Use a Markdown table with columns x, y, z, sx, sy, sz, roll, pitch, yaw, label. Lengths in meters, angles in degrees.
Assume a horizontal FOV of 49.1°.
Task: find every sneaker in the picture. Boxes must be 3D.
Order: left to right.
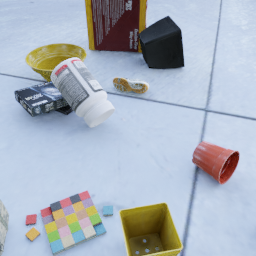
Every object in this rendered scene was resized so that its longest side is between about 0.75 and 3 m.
| x | y | z | sx | sy | sz | roll | pitch | yaw | label |
| --- | --- | --- | --- | --- | --- | --- | --- | --- | --- |
| 0.139 | -1.688 | 11.028 | 1.493 | 0.565 | 0.655 | 16 | 26 | 16 | sneaker |

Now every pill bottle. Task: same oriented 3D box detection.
| x | y | z | sx | sy | sz | roll | pitch | yaw | label |
| --- | --- | --- | --- | --- | --- | --- | --- | --- | --- |
| -1.465 | -1.136 | 9.233 | 1.213 | 1.213 | 2.131 | -32 | 80 | -32 | pill bottle |

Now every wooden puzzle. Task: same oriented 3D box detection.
| x | y | z | sx | sy | sz | roll | pitch | yaw | label |
| --- | --- | --- | --- | --- | --- | --- | --- | --- | --- |
| -1.354 | 2.206 | 6.684 | 2.126 | 0.149 | 1.261 | -18 | 44 | -20 | wooden puzzle |

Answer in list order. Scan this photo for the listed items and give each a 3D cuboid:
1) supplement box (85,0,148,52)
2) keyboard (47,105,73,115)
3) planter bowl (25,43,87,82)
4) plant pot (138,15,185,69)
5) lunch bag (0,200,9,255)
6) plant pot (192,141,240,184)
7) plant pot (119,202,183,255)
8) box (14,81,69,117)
| x | y | z | sx | sy | sz | roll | pitch | yaw | label |
| --- | --- | --- | --- | --- | --- | --- | --- | --- | --- |
| -0.462 | -5.318 | 13.445 | 2.753 | 2.716 | 1.828 | 3 | 41 | 4 | supplement box |
| -2.814 | -0.887 | 10.241 | 1.837 | 0.236 | 1.103 | 20 | 38 | 23 | keyboard |
| -2.872 | -2.528 | 11.528 | 2.433 | 1.014 | 2.433 | 0 | 40 | 0 | planter bowl |
| 1.411 | -3.638 | 12.396 | 1.577 | 1.773 | 1.778 | -16 | 42 | 0 | plant pot |
| -3.335 | 2.289 | 5.960 | 1.386 | 0.966 | 1.163 | -9 | 41 | -10 | lunch bag |
| 2.364 | 0.871 | 7.698 | 0.997 | 0.997 | 0.970 | -31 | 41 | -31 | plant pot |
| 0.422 | 2.355 | 5.901 | 1.078 | 0.951 | 1.078 | -8 | 42 | -9 | plant pot |
| -2.926 | -1.114 | 10.025 | 1.758 | 0.383 | 1.409 | -23 | 44 | -33 | box |
